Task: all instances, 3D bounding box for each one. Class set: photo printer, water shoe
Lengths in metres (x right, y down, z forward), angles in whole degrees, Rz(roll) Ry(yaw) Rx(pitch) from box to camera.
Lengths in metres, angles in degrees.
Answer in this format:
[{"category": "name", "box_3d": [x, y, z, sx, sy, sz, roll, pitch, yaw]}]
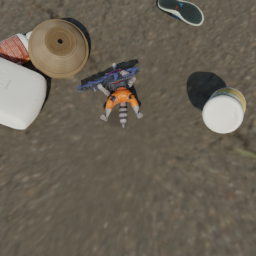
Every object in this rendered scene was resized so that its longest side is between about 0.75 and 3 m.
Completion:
[{"category": "photo printer", "box_3d": [-3.143, -0.928, 7.065, 2.004, 0.696, 1.667, 22, 54, -13]}, {"category": "water shoe", "box_3d": [1.706, -3.726, 8.904, 1.556, 0.614, 0.556, 32, 103, 7]}]

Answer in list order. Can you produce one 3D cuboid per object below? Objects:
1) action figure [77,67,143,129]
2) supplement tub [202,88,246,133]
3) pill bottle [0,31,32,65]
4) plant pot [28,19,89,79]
[{"category": "action figure", "box_3d": [-0.418, -0.862, 7.376, 1.729, 0.904, 1.673, -11, 55, 10]}, {"category": "supplement tub", "box_3d": [2.248, -0.453, 6.471, 0.856, 0.856, 1.184, 29, 30, 15]}, {"category": "pill bottle", "box_3d": [-3.204, -2.192, 8.006, 1.400, 0.786, 0.786, -33, 67, -16]}, {"category": "plant pot", "box_3d": [-1.865, -2.249, 7.650, 1.664, 0.768, 1.664, 1, 86, -17]}]
